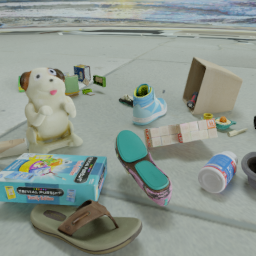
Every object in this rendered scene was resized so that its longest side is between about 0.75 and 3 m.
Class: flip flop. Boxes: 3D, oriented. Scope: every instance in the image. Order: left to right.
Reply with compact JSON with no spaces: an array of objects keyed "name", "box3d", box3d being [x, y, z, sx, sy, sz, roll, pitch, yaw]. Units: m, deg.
[{"name":"flip flop","box3d":[-0.924,1.774,5.581,2.459,0.708,0.997,7,21,26]}]

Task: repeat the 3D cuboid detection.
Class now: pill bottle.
[{"name":"pill bottle","box3d":[2.365,1.066,7.186,0.705,0.705,1.256,18,32,33]}]

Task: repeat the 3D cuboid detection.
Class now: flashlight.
[{"name":"flashlight","box3d":[2.763,-1.216,11.941,0.311,0.312,0.919,41,48,-9]}]

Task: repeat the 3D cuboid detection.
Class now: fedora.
[{"name":"fedora","box3d":[3.436,1.186,7.052,1.179,0.602,1.334,7,26,14]}]

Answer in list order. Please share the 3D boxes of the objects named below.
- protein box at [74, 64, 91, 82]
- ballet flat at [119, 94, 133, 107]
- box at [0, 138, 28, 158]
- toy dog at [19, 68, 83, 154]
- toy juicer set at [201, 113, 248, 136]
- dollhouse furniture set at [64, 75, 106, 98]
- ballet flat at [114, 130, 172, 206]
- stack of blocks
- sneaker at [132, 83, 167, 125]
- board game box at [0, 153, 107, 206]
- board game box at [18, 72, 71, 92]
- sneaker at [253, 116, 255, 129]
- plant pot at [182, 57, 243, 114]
[{"name":"protein box","box3d":[-2.590,-3.109,15.838,0.805,0.811,0.547,19,31,34]},{"name":"ballet flat","box3d":[0.005,-1.266,12.437,0.406,0.408,1.193,-21,32,-34]},{"name":"box","box3d":[-3.568,0.605,8.560,0.905,0.352,0.430,-11,27,-21]},{"name":"toy dog","box3d":[-2.489,-0.700,8.882,1.698,2.433,2.359,-10,28,-23]},{"name":"toy juicer set","box3d":[3.325,-0.137,10.022,1.638,0.446,1.042,19,31,34]},{"name":"dollhouse furniture set","box3d":[-2.056,-2.027,13.365,2.011,1.005,0.777,-21,33,-39]},{"name":"ballet flat","box3d":[0.297,0.987,6.801,0.817,0.841,2.364,-18,39,-18]},{"name":"stack of blocks","box3d":[1.578,0.156,8.664,1.952,0.572,1.124,-8,-1,-11]},{"name":"sneaker","box3d":[0.921,-1.141,10.943,0.885,1.453,2.226,11,27,27]},{"name":"board game box","box3d":[-1.766,1.174,6.801,2.301,0.540,1.737,2,15,3]},{"name":"board game box","box3d":[-4.428,-2.509,15.070,2.745,0.400,1.847,-8,26,-17]},{"name":"sneaker","box3d":[5.270,-0.025,9.461,0.941,0.709,2.013,-14,25,-15]},{"name":"plant pot","box3d":[3.568,-1.708,11.818,1.764,1.990,1.992,7,25,-7]}]
